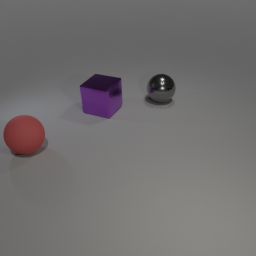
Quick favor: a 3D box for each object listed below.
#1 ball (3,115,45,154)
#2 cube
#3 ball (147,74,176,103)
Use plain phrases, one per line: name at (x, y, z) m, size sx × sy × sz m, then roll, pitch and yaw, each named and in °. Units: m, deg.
ball at (-3.691, 0.232, 10.005) m, size 1.400 × 1.400 × 1.400 m, roll 0°, pitch 31°, yaw 0°
cube at (-1.182, -1.485, 12.777) m, size 1.400 × 1.400 × 1.400 m, roll 13°, pitch 38°, yaw 21°
ball at (1.607, -1.925, 13.592) m, size 1.400 × 1.400 × 1.400 m, roll 0°, pitch 31°, yaw 0°
